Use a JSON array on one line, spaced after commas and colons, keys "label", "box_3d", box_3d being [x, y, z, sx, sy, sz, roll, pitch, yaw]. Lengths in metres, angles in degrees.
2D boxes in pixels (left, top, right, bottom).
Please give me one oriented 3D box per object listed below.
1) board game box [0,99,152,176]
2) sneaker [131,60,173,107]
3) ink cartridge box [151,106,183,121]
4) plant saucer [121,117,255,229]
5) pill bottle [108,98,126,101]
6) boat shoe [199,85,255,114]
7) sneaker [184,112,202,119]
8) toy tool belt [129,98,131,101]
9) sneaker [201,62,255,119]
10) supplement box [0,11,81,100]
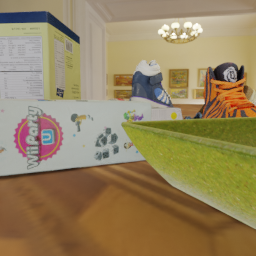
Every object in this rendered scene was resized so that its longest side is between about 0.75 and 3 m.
[{"label": "board game box", "box_3d": [-1.237, 0.003, 3.702, 2.521, 0.810, 1.860, -2, 5, -30]}, {"label": "sneaker", "box_3d": [1.175, -1.637, 11.121, 1.084, 1.970, 2.690, 7, -4, 41]}, {"label": "ink cartridge box", "box_3d": [0.300, -0.432, 8.825, 2.847, 0.669, 2.814, -5, 7, -26]}, {"label": "plant saucer", "box_3d": [1.472, 0.280, 2.065, 2.404, 0.576, 2.400, -3, 7, -23]}, {"label": "pill bottle", "box_3d": [-0.434, -0.882, 12.219, 0.809, 0.809, 1.442, 2, 6, 20]}, {"label": "boat shoe", "box_3d": [2.536, -0.354, 7.119, 0.916, 1.017, 2.819, 35, -6, -5]}, {"label": "sneaker", "box_3d": [1.682, -0.112, 6.283, 1.020, 0.487, 0.404, -3, 7, -26]}, {"label": "toy tool belt", "box_3d": [0.418, -1.145, 13.681, 1.053, 1.070, 1.714, 6, 1, -31]}, {"label": "sneaker", "box_3d": [1.756, -0.443, 4.848, 0.993, 1.434, 2.560, 0, 6, -4]}, {"label": "supplement box", "box_3d": [-2.443, -1.334, 7.449, 1.784, 2.655, 2.658, 1, 6, 6]}]
